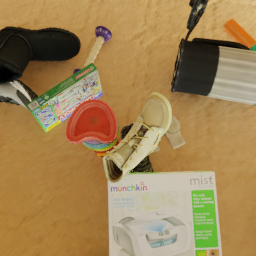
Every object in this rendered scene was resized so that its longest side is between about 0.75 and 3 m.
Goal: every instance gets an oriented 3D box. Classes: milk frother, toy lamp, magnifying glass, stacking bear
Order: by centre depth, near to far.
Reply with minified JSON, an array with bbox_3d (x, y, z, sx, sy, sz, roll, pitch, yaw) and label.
[{"bbox_3d":[-0.659,0.157,6.747,1.113,1.833,1.042,-1,68,6],"label":"stacking bear"},{"bbox_3d":[2.583,-2.111,7.423,2.418,2.571,2.320,10,65,3],"label":"milk frother"},{"bbox_3d":[-1.110,-2.063,8.432,0.642,0.642,2.206,18,71,7],"label":"toy lamp"},{"bbox_3d":[4.107,-2.297,8.721,1.183,0.333,2.971,-32,74,-12],"label":"magnifying glass"}]

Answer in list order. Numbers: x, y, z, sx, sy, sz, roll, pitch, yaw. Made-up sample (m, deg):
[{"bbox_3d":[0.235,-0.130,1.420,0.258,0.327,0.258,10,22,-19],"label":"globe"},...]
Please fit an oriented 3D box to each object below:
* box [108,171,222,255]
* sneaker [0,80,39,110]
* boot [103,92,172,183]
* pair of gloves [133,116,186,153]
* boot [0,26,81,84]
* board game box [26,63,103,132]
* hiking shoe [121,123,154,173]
[{"bbox_3d":[0.751,2.044,6.360,2.355,1.139,2.078,-1,81,0],"label":"box"},{"bbox_3d":[-3.533,-1.044,7.926,2.680,0.991,1.063,30,81,18],"label":"sneaker"},{"bbox_3d":[0.160,0.239,5.592,0.643,1.784,1.380,37,48,19],"label":"boot"},{"bbox_3d":[0.873,0.117,7.778,1.265,0.222,1.076,-14,69,-6],"label":"pair of gloves"},{"bbox_3d":[-2.799,-2.009,7.701,2.644,0.978,2.166,7,39,0],"label":"boot"},{"bbox_3d":[-1.612,-0.779,7.535,1.980,1.332,0.288,-36,71,-13],"label":"board game box"},{"bbox_3d":[0.242,0.710,7.083,0.634,0.843,1.675,-22,88,-8],"label":"hiking shoe"}]
